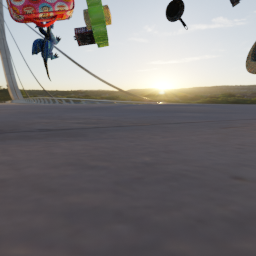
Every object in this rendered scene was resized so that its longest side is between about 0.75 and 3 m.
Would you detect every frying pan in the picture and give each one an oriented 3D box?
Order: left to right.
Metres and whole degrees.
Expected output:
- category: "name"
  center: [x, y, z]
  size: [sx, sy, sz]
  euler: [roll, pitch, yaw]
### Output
- category: "frying pan"
  center: [1.720, -3.841, 9.347]
  size: [1.251, 0.757, 0.204]
  euler: [8, 31, -38]

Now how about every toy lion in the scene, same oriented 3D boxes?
- category: "toy lion"
  center: [-0.836, -3.094, 7.270]
  size: [0.870, 2.429, 2.534]
  euler: [-12, -30, -1]

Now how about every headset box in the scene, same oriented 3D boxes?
- category: "headset box"
  center: [-1.757, -3.788, 11.552]
  size: [0.972, 0.375, 0.723]
  euler: [-9, -29, -1]

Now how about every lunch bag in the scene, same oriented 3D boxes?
- category: "lunch bag"
  center: [-1.398, -2.080, 4.485]
  size: [1.054, 0.929, 0.432]
  euler: [-14, 1, -24]

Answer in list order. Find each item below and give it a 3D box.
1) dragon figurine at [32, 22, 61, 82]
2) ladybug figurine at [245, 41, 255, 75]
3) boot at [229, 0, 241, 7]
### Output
- category: "dragon figurine"
  center: [-3.036, -2.880, 10.213]
  size: [0.694, 2.358, 1.172]
  euler: [21, 18, 9]
- category: "ladybug figurine"
  center: [4.236, -2.269, 8.121]
  size: [0.772, 1.457, 2.147]
  euler: [18, -15, -6]
- category: "boot"
  center: [3.349, -4.248, 8.619]
  size: [0.858, 0.747, 0.297]
  euler: [-36, 9, 7]
